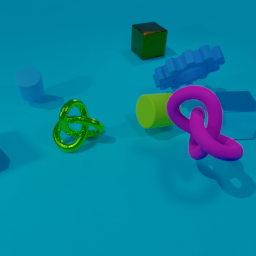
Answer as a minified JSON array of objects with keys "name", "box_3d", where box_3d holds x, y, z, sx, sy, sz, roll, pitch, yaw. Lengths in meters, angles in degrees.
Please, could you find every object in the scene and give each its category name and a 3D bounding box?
[{"name":"cylinder","box_3d":[0.821,-0.478,7.601,0.902,0.902,0.902,-8,39,-30]},{"name":"cylinder","box_3d":[-2.971,-1.312,8.500,0.756,0.756,0.756,4,59,-6]},{"name":"knot shape","box_3d":[1.577,0.050,6.033,0.844,1.708,1.825,-32,75,-5]},{"name":"cube","box_3d":[2.895,-0.357,7.672,0.968,0.968,0.968,-2,40,0]},{"name":"knot shape","box_3d":[-1.339,-0.120,7.182,1.372,1.284,0.634,-17,30,-8]},{"name":"cube","box_3d":[0.828,-3.535,11.291,1.068,1.068,1.068,-15,43,-21]},{"name":"gear","box_3d":[1.796,-1.752,8.370,2.091,2.091,0.387,-15,80,-16]}]
